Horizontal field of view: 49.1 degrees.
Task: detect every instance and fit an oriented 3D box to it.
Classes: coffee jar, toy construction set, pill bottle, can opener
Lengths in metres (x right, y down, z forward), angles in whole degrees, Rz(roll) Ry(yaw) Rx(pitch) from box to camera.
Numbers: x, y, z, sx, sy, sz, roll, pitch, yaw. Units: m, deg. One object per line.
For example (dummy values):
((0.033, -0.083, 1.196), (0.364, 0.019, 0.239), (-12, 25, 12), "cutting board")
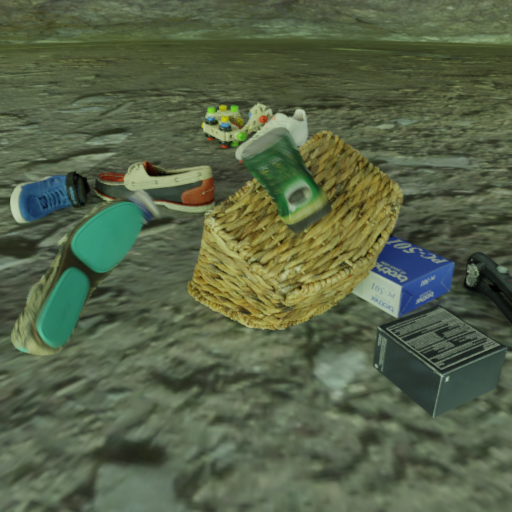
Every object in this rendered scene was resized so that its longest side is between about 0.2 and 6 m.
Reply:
((0.393, -0.896, 6.853), (0.652, 1.249, 0.533), (-34, 25, 2), "coffee jar")
((-0.655, -3.918, 16.777), (1.633, 1.147, 2.490), (-18, 20, -32), "toy construction set")
((-2.337, -0.730, 10.341), (0.983, 0.546, 0.546), (-36, 32, -1), "pill bottle")
((3.677, 0.550, 8.175), (0.776, 0.626, 1.974), (-2, 26, -7), "can opener")

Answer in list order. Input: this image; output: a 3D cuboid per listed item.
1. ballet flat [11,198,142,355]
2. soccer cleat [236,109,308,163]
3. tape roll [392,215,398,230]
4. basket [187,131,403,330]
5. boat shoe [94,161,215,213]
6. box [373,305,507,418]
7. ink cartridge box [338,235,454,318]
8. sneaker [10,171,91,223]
((-2.597, 0.205, 7.874), (0.999, 0.900, 2.653), (-7, 45, 36), "ballet flat")
((0.428, -3.264, 15.288), (1.014, 1.135, 2.927), (18, 32, 32), "soccer cleat")
((2.412, -0.974, 10.824), (0.421, 0.992, 0.992), (-2, 26, -2), "tape roll")
((0.663, -0.088, 8.354), (2.012, 2.101, 2.820), (42, 57, 14), "basket")
((-2.251, -1.608, 12.203), (2.943, 0.921, 1.047), (9, 30, 20), "boat shoe")
((2.175, 1.232, 6.743), (1.081, 0.666, 1.073), (-14, 30, -26), "box")
((1.751, 0.029, 9.264), (1.246, 0.586, 2.650), (-19, 33, -31), "ink cartridge box")
((-4.161, -1.258, 11.652), (1.109, 0.765, 1.993), (-5, 19, 9), "sneaker")
